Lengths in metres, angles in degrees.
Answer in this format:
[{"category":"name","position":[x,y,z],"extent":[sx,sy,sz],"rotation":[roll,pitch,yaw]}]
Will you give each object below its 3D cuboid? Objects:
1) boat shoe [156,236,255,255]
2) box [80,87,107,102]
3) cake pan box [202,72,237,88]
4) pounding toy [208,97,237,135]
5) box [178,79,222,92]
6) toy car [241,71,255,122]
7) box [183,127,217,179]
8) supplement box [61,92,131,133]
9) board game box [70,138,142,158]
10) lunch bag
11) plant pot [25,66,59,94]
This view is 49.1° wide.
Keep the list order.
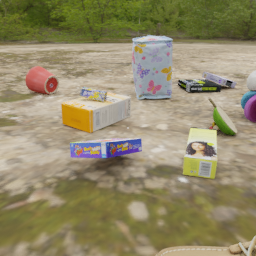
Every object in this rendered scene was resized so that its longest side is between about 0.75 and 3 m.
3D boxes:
[{"category":"boat shoe","position":[1.472,1.511,2.950],"extent":[2.565,0.828,0.914],"rotation":[2,20,6]},{"category":"box","position":[-1.032,-1.012,8.372],"extent":[0.778,0.273,0.250],"rotation":[14,21,11]},{"category":"cake pan box","position":[4.393,-2.307,13.424],"extent":[1.166,0.331,1.266],"rotation":[1,24,-39]},{"category":"pounding toy","position":[2.508,-0.192,7.898],"extent":[0.904,0.544,1.171],"rotation":[21,39,-47]},{"category":"box","position":[3.311,-1.996,13.115],"extent":[1.516,0.373,1.570],"rotation":[-4,21,-9]},{"category":"toy car","position":[4.230,-0.721,8.439],"extent":[1.447,1.689,1.930],"rotation":[-40,27,-1]},{"category":"box","position":[1.649,0.483,6.297],"extent":[0.674,0.448,1.790],"rotation":[6,20,14]},{"category":"supplement box","position":[-0.940,-0.563,8.723],"extent":[1.210,0.706,1.920],"rotation":[16,25,33]},{"category":"board game box","position":[-0.424,0.408,5.929],"extent":[0.911,0.303,1.355],"rotation":[-3,0,31]},{"category":"lunch bag","position":[1.031,-2.733,12.137],"extent":[1.807,2.410,2.842],"rotation":[-4,20,-3]},{"category":"plant pot","position":[-3.685,-2.017,12.275],"extent":[1.043,1.179,1.179],"rotation":[23,29,27]}]
